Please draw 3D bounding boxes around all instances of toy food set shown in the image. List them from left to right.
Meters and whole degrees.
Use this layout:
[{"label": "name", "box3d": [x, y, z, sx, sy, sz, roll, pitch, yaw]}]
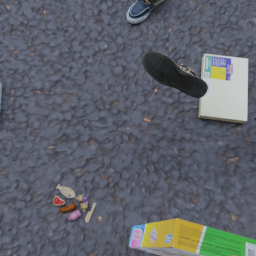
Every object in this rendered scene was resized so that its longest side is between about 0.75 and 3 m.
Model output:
[{"label": "toy food set", "box3d": [-1.992, 2.708, 9.918, 1.564, 0.246, 0.994, 21, 75, 6]}]

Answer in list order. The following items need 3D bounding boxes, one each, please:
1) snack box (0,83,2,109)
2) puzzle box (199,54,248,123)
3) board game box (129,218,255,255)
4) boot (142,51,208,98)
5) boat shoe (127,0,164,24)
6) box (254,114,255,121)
[{"label": "snack box", "box3d": [-5.633, -0.935, 10.856, 1.264, 0.471, 1.777, -4, 74, -1]}, {"label": "puzzle box", "box3d": [3.805, -1.602, 11.115, 1.807, 0.345, 2.717, 8, 74, 3]}, {"label": "board game box", "box3d": [1.432, 2.794, 6.666, 2.115, 2.764, 0.557, 19, 64, -11]}, {"label": "boot", "box3d": [1.365, -1.601, 8.178, 1.971, 1.484, 0.721, 27, 109, 2]}, {"label": "boat shoe", "box3d": [0.837, -5.548, 11.872, 0.845, 1.084, 2.389, 42, 78, 11]}, {"label": "box", "box3d": [4.623, -0.494, 9.079, 0.363, 1.424, 1.123, 19, 79, 42]}]
